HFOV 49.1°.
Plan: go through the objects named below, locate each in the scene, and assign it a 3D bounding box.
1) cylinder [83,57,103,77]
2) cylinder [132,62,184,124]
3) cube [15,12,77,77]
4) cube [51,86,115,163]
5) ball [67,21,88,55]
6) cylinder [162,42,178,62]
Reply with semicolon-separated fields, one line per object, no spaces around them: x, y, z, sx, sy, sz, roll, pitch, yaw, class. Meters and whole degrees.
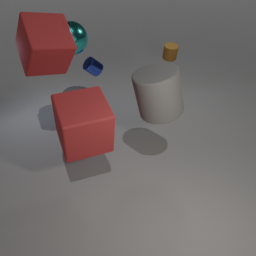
-1.647;-2.888;13.199;0.700;0.700;0.700;27;9;-42;cylinder
0.923;-1.064;8.472;1.400;1.400;1.400;-10;36;7;cylinder
-2.655;-2.649;8.946;1.400;1.400;1.400;-12;71;-32;cube
-1.250;-0.118;7.835;1.400;1.400;1.400;-13;48;-18;cube
-2.425;-3.837;11.989;1.400;1.400;1.400;0;31;0;ball
2.090;-3.755;13.837;0.700;0.700;0.700;2;45;-2;cylinder
